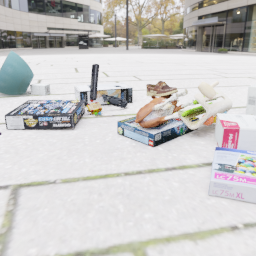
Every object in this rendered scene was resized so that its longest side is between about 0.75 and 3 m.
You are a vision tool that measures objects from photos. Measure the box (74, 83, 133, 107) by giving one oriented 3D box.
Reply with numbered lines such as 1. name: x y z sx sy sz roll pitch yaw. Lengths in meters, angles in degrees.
1. box: -1.379 -1.875 15.513 2.940 0.884 1.715 -7 20 -20

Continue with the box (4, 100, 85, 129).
1. box: -3.473 -0.665 12.331 2.767 0.693 2.788 1 19 1

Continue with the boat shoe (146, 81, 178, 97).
1. boat shoe: 1.209 -1.483 10.404 0.552 0.551 1.531 -18 15 -31

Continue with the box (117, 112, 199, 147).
1. box: 1.204 -0.098 10.919 2.746 0.518 1.876 -17 25 -41

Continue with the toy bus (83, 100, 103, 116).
1. toy bus: -1.666 -0.897 13.331 0.882 0.456 0.832 24 48 -8

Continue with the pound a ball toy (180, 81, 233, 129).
1. pound a ball toy: 3.157 -0.848 10.498 2.675 1.744 1.136 -17 62 -49

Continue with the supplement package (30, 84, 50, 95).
1. supplement package: -5.480 -2.422 17.514 1.059 0.619 0.621 6 20 15

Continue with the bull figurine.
1. bull figurine: 1.356 -0.778 10.309 1.773 0.951 2.920 -20 12 34

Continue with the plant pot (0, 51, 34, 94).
1. plant pot: -6.912 -3.128 17.313 1.796 2.666 2.666 27 10 -22

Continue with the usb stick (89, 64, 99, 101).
1. usb stick: -1.353 -1.854 11.306 0.241 1.475 0.409 1 6 -39

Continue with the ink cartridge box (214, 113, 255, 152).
1. ink cartridge box: 4.201 0.194 9.419 2.251 0.939 1.635 3 19 9

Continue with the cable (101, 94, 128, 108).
1. cable: -0.685 -1.383 14.333 1.435 0.365 1.171 10 16 -27

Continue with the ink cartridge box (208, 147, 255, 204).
1. ink cartridge box: 3.044 1.108 7.514 1.518 0.534 2.544 7 19 18

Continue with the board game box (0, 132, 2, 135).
1. board game box: -5.199 0.216 10.442 0.465 0.125 0.775 20 22 24

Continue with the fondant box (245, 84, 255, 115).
1. fondant box: 6.004 -1.206 12.515 0.635 1.574 2.181 15 24 42
